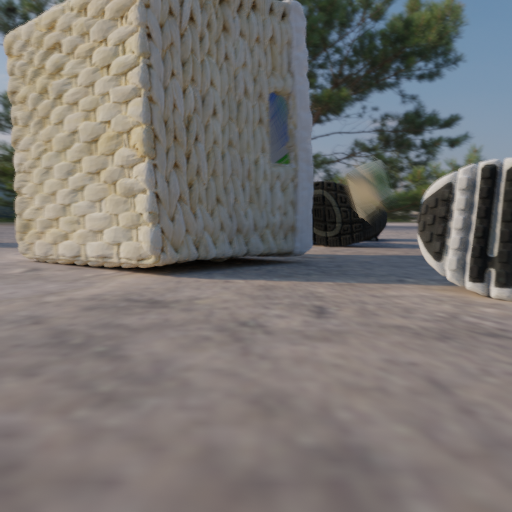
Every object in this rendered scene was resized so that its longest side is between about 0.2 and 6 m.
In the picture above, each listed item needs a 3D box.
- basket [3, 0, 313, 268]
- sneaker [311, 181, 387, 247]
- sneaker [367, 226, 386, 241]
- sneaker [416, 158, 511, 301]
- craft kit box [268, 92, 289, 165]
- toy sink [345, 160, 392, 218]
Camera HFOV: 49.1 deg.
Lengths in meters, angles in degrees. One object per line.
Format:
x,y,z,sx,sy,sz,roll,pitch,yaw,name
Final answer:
-1.268,-1.480,7.048,3.179,3.150,2.556,3,7,43,basket
1.149,-0.788,11.257,3.296,1.251,1.496,5,1,37,sneaker
2.069,-0.848,12.881,2.519,1.017,1.454,-1,2,-34,sneaker
2.400,-0.085,3.862,1.117,1.035,2.755,11,1,-40,sneaker
-0.315,-1.826,8.189,1.865,1.889,0.458,-29,-20,31,craft kit box
1.857,-1.077,9.043,0.444,0.792,0.516,-8,17,43,toy sink
